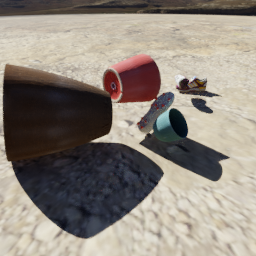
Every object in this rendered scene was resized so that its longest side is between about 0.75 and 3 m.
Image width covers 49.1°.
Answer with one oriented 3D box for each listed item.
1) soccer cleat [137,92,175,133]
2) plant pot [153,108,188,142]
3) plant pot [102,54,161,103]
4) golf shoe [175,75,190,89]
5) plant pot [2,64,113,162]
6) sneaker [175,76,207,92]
[{"bbox_3d":[0.805,-0.419,7.699,0.538,1.387,0.480,22,25,-48],"label":"soccer cleat"},{"bbox_3d":[0.999,-0.015,6.906,0.633,0.788,0.788,-27,7,38],"label":"plant pot"},{"bbox_3d":[0.041,-1.297,7.858,1.229,1.389,1.389,-19,33,-35],"label":"plant pot"},{"bbox_3d":[1.897,-1.695,10.187,0.544,0.429,1.181,31,13,11],"label":"golf shoe"},{"bbox_3d":[-1.655,-0.372,6.832,2.393,2.236,2.236,-2,26,-18],"label":"plant pot"},{"bbox_3d":[2.494,-1.778,11.080,1.261,0.568,0.472,-4,32,-4],"label":"sneaker"}]
